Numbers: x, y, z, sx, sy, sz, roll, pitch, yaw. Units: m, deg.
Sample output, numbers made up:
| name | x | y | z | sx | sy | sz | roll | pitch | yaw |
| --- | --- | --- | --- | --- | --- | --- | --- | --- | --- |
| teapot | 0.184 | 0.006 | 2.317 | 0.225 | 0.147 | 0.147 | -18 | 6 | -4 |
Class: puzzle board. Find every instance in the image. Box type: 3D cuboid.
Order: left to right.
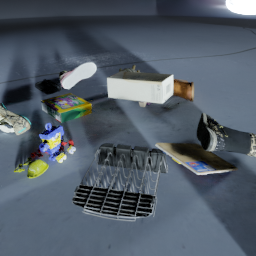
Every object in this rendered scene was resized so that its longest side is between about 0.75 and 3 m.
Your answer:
| name | x | y | z | sx | sy | sz | roll | pitch | yaw |
| --- | --- | --- | --- | --- | --- | --- | --- | --- | --- |
| puzzle board | 2.123 | 0.929 | 8.608 | 2.238 | 0.195 | 1.686 | 3 | 24 | -43 |

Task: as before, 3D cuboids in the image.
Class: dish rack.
| name | x | y | z | sx | sy | sz | roll | pitch | yaw |
| --- | --- | --- | --- | --- | --- | --- | --- | --- | --- |
| dish rack | -0.127 | 1.465 | 7.781 | 2.291 | 0.815 | 2.987 | 5 | 30 | 11 |

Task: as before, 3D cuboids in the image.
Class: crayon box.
| name | x | y | z | sx | sy | sz | roll | pitch | yaw |
| --- | --- | --- | --- | --- | --- | --- | --- | --- | --- |
| crayon box | -2.748 | -0.939 | 12.509 | 1.550 | 0.524 | 1.796 | -20 | 34 | -36 |

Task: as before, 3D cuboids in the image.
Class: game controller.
| name | x | y | z | sx | sy | sz | roll | pitch | yaw |
| --- | --- | --- | --- | --- | --- | --- | --- | --- | --- |
| game controller | -4.362 | -2.229 | 15.226 | 0.938 | 0.379 | 1.799 | -35 | 41 | -25 |

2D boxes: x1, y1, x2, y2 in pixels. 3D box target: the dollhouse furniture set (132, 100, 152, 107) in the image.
| name | x | y | z | sx | sy | sz | roll | pitch | yaw |
| --- | --- | --- | --- | --- | --- | --- | --- | --- | --- |
| dollhouse furniture set | 0.366 | -1.727 | 13.174 | 1.475 | 1.047 | 1.169 | 15 | 22 | 21 |

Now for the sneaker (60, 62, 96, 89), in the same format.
| name | x | y | z | sx | sy | sz | roll | pitch | yaw |
| --- | --- | --- | --- | --- | --- | --- | --- | --- | --- |
| sneaker | -1.927 | -2.037 | 10.539 | 1.458 | 0.549 | 0.762 | -36 | 30 | -11 |

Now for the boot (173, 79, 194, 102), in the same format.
| name | x | y | z | sx | sy | sz | roll | pitch | yaw |
| --- | --- | --- | --- | --- | --- | --- | --- | --- | --- |
| boot | 2.118 | -1.941 | 13.857 | 2.027 | 1.001 | 2.611 | -1 | 27 | -3 |

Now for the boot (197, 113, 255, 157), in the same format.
| name | x | y | z | sx | sy | sz | roll | pitch | yaw |
| --- | --- | --- | --- | --- | --- | --- | --- | --- | --- |
| boot | 3.516 | 0.256 | 10.021 | 1.860 | 0.889 | 2.462 | 10 | 23 | 2 |

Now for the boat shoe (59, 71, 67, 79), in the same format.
| name | x | y | z | sx | sy | sz | roll | pitch | yaw |
| --- | --- | --- | --- | --- | --- | --- | --- | --- | --- |
| boat shoe | -3.644 | -2.869 | 16.042 | 0.547 | 0.618 | 1.689 | -13 | 30 | -32 |

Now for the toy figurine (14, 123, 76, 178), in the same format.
| name | x | y | z | sx | sy | sz | roll | pitch | yaw |
| --- | --- | --- | --- | --- | --- | --- | --- | --- | --- |
| toy figurine | -2.701 | 0.472 | 9.037 | 1.147 | 1.303 | 2.174 | 13 | 30 | 24 |

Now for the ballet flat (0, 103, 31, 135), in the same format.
| name | x | y | z | sx | sy | sz | roll | pitch | yaw |
| --- | --- | --- | --- | --- | --- | --- | --- | --- | --- |
| ballet flat | -4.878 | -0.344 | 11.240 | 2.449 | 0.831 | 0.922 | 26 | 58 | 36 |

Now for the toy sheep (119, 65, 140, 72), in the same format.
| name | x | y | z | sx | sy | sz | roll | pitch | yaw |
| --- | --- | --- | --- | --- | --- | --- | --- | --- | --- |
| toy sheep | -0.043 | -2.628 | 14.972 | 1.864 | 1.285 | 1.285 | -17 | 32 | -24 |

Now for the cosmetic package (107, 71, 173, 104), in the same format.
| name | x | y | z | sx | sy | sz | roll | pitch | yaw |
| --- | --- | --- | --- | --- | --- | --- | --- | --- | --- |
| cosmetic package | 0.541 | -1.835 | 12.328 | 2.626 | 0.960 | 1.359 | 10 | 28 | 26 |
